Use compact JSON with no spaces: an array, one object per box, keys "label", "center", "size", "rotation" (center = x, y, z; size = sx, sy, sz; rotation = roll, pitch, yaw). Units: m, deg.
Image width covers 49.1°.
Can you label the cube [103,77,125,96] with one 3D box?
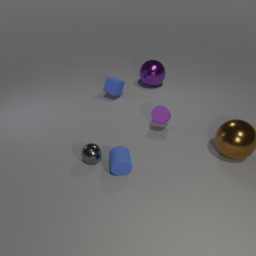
[{"label":"cube","center":[-0.682,-2.038,13.687],"size":[0.700,0.700,0.700],"rotation":[25,21,20]}]

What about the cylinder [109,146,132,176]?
[{"label":"cylinder","center":[-0.250,1.076,9.138],"size":[0.700,0.700,0.700],"rotation":[-4,40,-6]}]

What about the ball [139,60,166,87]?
[{"label":"ball","center":[1.294,-2.908,14.856],"size":[1.400,1.400,1.400],"rotation":[0,32,0]}]

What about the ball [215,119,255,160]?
[{"label":"ball","center":[3.720,0.392,9.655],"size":[1.400,1.400,1.400],"rotation":[0,32,0]}]

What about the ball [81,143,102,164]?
[{"label":"ball","center":[-1.248,0.864,9.548],"size":[0.700,0.700,0.700],"rotation":[0,32,0]}]

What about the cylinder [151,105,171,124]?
[{"label":"cylinder","center":[1.330,-0.521,11.186],"size":[0.700,0.700,0.700],"rotation":[9,0,14]}]
